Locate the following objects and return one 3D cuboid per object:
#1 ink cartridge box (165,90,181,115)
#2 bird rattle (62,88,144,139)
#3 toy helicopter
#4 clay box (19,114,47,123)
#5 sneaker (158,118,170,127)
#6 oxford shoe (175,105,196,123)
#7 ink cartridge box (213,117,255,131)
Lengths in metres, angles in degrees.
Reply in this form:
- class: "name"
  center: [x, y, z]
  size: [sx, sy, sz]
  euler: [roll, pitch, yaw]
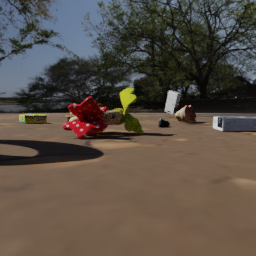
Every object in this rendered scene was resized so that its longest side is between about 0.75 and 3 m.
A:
- class: "ink cartridge box"
  center: [1.790, -1.023, 11.252]
  size: [0.223, 0.884, 0.482]
  euler: [-8, 26, -41]
- class: "bird rattle"
  center: [-0.683, -0.146, 6.737]
  size: [2.119, 1.194, 1.728]
  euler: [-20, 4, -39]
- class: "toy helicopter"
  center: [-1.883, -0.475, 10.796]
  size: [1.347, 0.804, 2.037]
  euler: [0, 8, 16]
- class: "clay box"
  center: [-4.263, -0.425, 12.577]
  size: [0.943, 0.391, 1.641]
  euler: [-2, 4, -30]
- class: "sneaker"
  center: [1.263, -0.176, 9.681]
  size: [0.361, 0.312, 0.824]
  euler: [6, 5, 13]
- class: "oxford shoe"
  center: [2.615, -0.521, 12.940]
  size: [0.862, 0.827, 2.335]
  euler: [-25, -4, 19]
- class: "ink cartridge box"
  center: [3.664, -0.126, 7.993]
  size: [2.211, 0.433, 1.099]
  euler: [1, 3, 3]
